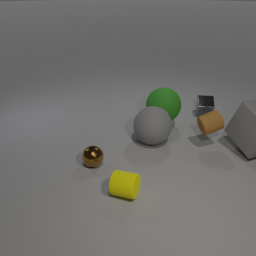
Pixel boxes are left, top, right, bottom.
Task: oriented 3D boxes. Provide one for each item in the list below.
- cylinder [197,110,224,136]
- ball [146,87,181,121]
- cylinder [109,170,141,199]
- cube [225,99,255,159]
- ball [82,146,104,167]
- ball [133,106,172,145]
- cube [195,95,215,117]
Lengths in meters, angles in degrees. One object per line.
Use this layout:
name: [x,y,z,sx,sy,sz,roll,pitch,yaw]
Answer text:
cylinder: [2.865,-0.181,9.743,0.700,0.700,0.700,-22,30,-1]
ball: [1.417,-0.917,11.174,1.400,1.400,1.400,0,28,0]
cylinder: [-0.082,1.569,7.798,0.700,0.700,0.700,7,29,20]
cube: [4.468,-0.022,9.465,1.400,1.400,1.400,-9,49,-25]
ball: [-1.136,0.917,9.066,0.700,0.700,0.700,0,28,0]
ball: [0.896,-0.089,10.178,1.400,1.400,1.400,0,28,0]
cube: [3.376,-0.947,12.333,0.700,0.700,0.700,4,52,6]
